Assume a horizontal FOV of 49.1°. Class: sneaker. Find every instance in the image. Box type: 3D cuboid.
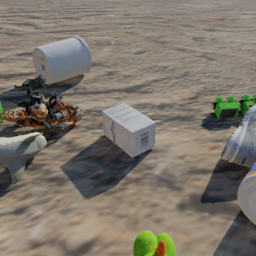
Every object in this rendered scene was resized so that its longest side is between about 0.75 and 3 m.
[{"bbox_3d":[3.455,0.269,7.661,1.061,0.967,2.587,32,49,20],"label":"sneaker"}]

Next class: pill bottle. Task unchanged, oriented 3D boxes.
[{"bbox_3d":[3.372,0.983,5.902,1.325,1.325,2.364,23,38,33],"label":"pill bottle"}]

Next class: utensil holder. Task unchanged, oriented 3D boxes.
[{"bbox_3d":[-2.764,-2.829,11.800,1.931,1.641,1.641,-29,42,-33],"label":"utensil holder"}]

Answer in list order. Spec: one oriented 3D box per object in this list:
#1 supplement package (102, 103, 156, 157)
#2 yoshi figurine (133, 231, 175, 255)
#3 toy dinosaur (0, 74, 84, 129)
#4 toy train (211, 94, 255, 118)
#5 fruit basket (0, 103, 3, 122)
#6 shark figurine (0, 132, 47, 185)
[{"bbox_3d":[0.003,0.020,7.879,0.840,0.837,1.432,-23,38,-29],"label":"supplement package"},{"bbox_3d":[0.270,2.721,3.549,1.453,1.458,2.595,-29,35,32],"label":"yoshi figurine"},{"bbox_3d":[-2.638,-0.589,8.363,2.563,1.309,1.740,13,34,-49],"label":"toy dinosaur"},{"bbox_3d":[4.165,-0.742,9.440,2.713,0.566,0.765,-4,42,-7],"label":"toy train"},{"bbox_3d":[-4.648,-0.673,8.895,1.554,1.121,1.554,3,45,-3],"label":"fruit basket"},{"bbox_3d":[-2.994,0.764,6.386,2.854,1.191,1.705,-10,3,-37],"label":"shark figurine"}]
